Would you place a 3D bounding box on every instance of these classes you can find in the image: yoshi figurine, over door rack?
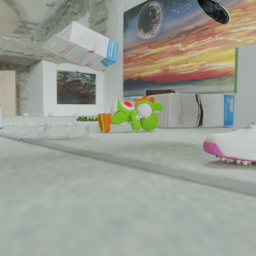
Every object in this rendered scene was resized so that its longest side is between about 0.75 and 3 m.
[{"bbox_3d":[0.115,-0.167,6.676,1.580,0.888,0.885,-15,-34,-14],"label":"yoshi figurine"},{"bbox_3d":[-1.360,-0.054,5.200,1.014,0.457,1.372,1,3,6],"label":"over door rack"}]

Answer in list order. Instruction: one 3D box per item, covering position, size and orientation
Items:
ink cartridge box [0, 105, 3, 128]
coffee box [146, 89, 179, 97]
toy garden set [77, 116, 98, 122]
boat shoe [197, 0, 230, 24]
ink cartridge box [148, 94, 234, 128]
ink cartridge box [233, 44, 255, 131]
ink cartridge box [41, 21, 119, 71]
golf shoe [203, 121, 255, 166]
[{"bbox_3d":[-5.067,-0.295,7.648,2.978,0.658,1.400,-2,2,-25],"label":"ink cartridge box"},{"bbox_3d":[1.454,-0.823,11.255,0.934,1.322,2.340,0,2,18],"label":"coffee box"},{"bbox_3d":[-1.972,-0.522,15.258,1.457,0.291,1.215,-3,4,-40],"label":"toy garden set"},{"bbox_3d":[2.777,-3.892,9.196,0.446,1.345,0.503,-22,-18,-40],"label":"boat shoe"},{"bbox_3d":[2.025,-0.563,9.121,2.445,1.030,1.768,-1,3,-17],"label":"ink cartridge box"},{"bbox_3d":[2.985,-0.741,6.032,1.031,1.712,2.356,2,4,29],"label":"ink cartridge box"},{"bbox_3d":[-0.883,-1.537,5.231,1.239,0.420,0.713,17,-16,-35],"label":"ink cartridge box"},{"bbox_3d":[1.343,0.011,2.494,1.365,0.625,0.514,-2,4,-3],"label":"golf shoe"}]
